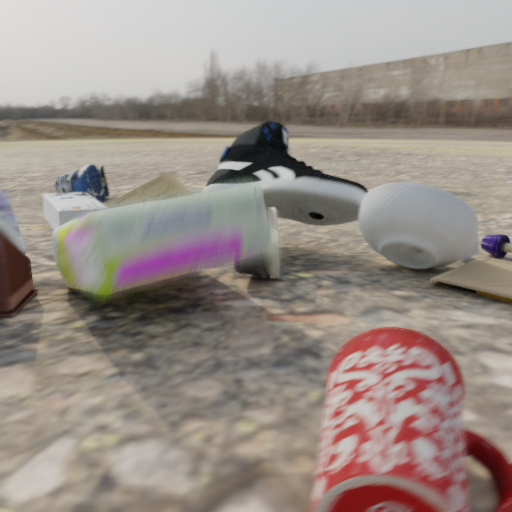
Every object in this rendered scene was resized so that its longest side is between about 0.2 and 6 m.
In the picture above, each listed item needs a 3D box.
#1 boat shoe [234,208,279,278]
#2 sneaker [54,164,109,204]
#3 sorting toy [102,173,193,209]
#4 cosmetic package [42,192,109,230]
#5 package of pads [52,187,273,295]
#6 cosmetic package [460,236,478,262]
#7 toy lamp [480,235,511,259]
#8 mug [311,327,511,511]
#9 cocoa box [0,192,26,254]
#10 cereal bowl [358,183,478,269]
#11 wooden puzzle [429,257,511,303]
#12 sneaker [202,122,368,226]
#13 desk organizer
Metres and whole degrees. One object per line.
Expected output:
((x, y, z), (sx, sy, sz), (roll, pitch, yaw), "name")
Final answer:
((0.005, -0.262, 9.180), (0.711, 0.823, 2.266), (-3, 21, 1), "boat shoe")
((-4.804, -1.793, 15.196), (1.294, 1.171, 3.038), (-12, 9, -6), "sneaker")
((-2.094, -0.908, 11.949), (1.775, 0.319, 2.383), (-28, 42, -18), "sorting toy")
((-4.061, -0.960, 12.488), (1.046, 0.642, 2.535), (-9, 17, -27), "cosmetic package")
((-1.463, -0.193, 7.659), (2.248, 0.992, 2.910), (-14, 5, -27), "package of pads")
((3.525, -0.357, 9.823), (0.392, 0.638, 0.636), (-26, 36, -10), "cosmetic package")
((4.571, -0.071, 9.533), (0.453, 0.453, 1.556), (-10, 16, -32), "toy lamp")
((1.023, 1.239, 3.562), (1.355, 1.018, 1.526), (2, 18, 15), "mug")
((-4.242, -0.572, 8.094), (1.080, 1.063, 1.620), (-23, -21, -10), "cocoa box")
((2.480, -0.328, 8.855), (1.858, 0.774, 1.858), (19, -21, 8), "cereal bowl")
((3.662, 0.377, 8.204), (1.563, 0.315, 1.690), (-14, 16, -42), "wooden puzzle")
((0.620, -1.712, 10.592), (3.466, 1.939, 1.266), (5, -25, 32), "sneaker")
((-4.560, 0.145, 7.345), (2.930, 1.128, 1.051), (-1, 15, -4), "desk organizer")
